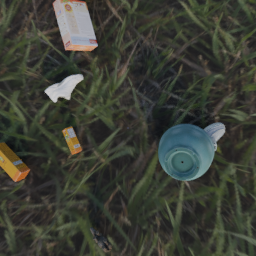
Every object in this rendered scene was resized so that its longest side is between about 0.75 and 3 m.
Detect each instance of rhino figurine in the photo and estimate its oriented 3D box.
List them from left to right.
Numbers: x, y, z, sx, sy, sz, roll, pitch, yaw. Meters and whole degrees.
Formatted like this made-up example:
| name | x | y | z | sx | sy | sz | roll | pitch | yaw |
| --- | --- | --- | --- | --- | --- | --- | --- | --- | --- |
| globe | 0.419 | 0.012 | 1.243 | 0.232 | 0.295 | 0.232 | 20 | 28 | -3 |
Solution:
| name | x | y | z | sx | sy | sz | roll | pitch | yaw |
| --- | --- | --- | --- | --- | --- | --- | --- | --- | --- |
| rhino figurine | -0.776 | 3.008 | 7.624 | 0.287 | 0.419 | 0.958 | -45 | 42 | -15 |

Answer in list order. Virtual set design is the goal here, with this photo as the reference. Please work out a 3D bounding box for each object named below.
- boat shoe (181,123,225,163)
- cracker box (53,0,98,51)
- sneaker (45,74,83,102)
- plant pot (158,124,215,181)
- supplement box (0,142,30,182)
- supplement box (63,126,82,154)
| name | x | y | z | sx | sy | sz | roll | pitch | yaw |
| --- | --- | --- | --- | --- | --- | --- | --- | --- | --- |
| boat shoe | 2.237 | 0.534 | 8.150 | 1.773 | 0.619 | 0.631 | -35 | 42 | -8 |
| cracker box | -1.654 | -3.247 | 8.859 | 1.029 | 0.443 | 1.537 | -13 | 86 | -46 |
| sneaker | -1.922 | -1.233 | 8.851 | 1.288 | 0.502 | 0.640 | -32 | 100 | -12 |
| plant pot | 1.520 | 0.781 | 7.617 | 1.575 | 1.055 | 1.575 | 5 | 109 | 17 |
| supplement box | -3.453 | 0.969 | 8.160 | 1.229 | 0.423 | 0.409 | 42 | 111 | 11 |
| supplement box | -1.671 | 0.367 | 8.356 | 0.272 | 0.263 | 0.789 | -16 | 80 | -44 |
